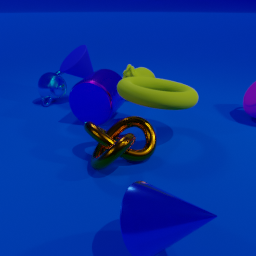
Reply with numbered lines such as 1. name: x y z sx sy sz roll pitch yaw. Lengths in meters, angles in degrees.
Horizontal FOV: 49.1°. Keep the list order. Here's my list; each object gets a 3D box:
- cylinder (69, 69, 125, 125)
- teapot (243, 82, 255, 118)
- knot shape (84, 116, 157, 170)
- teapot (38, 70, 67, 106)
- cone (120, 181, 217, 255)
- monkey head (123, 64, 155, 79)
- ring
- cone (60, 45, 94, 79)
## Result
1. cylinder: -0.777 -0.853 7.561 1.226 1.226 1.226 7 28 16
2. teapot: 3.800 -0.717 7.464 0.968 1.229 1.977 33 11 -15
3. knot shape: -0.302 0.227 5.782 1.453 0.717 1.553 23 35 39
4. teapot: -2.333 -1.348 8.921 0.740 0.940 1.512 7 66 37
5. cone: 0.576 1.054 3.288 0.967 0.963 0.963 -15 13 34
6. monkey head: 0.271 -1.396 9.283 1.107 1.322 1.838 26 13 -20
7. ring: 0.671 -0.826 6.420 1.863 0.373 1.863 7 20 -3
8. cone: -1.362 -1.825 8.885 1.117 1.121 1.117 -28 39 25
